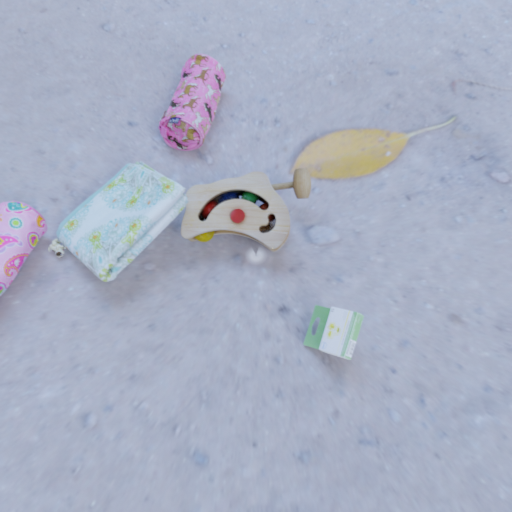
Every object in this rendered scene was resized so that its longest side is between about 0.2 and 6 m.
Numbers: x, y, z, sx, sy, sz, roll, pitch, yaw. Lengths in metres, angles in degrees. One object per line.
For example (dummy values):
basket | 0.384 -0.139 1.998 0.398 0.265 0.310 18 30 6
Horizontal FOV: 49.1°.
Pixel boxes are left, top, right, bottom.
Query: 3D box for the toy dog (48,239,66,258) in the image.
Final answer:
toy dog | -3.614 -0.117 10.182 0.297 0.214 0.306 -32 74 -12

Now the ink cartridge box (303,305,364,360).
ink cartridge box | 1.157 1.166 8.864 0.997 0.239 0.726 10 78 44

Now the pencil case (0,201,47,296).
pencil case | -4.558 0.082 9.632 0.979 0.979 2.239 18 58 11

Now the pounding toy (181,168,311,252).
pounding toy | -0.097 -0.699 10.365 2.452 1.407 1.402 -12 85 3

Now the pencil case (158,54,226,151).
pencil case | -1.329 -3.286 11.898 0.919 0.960 2.219 -13 48 36

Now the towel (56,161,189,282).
towel | -2.379 -0.712 9.884 2.112 0.509 1.808 -47 45 -12
